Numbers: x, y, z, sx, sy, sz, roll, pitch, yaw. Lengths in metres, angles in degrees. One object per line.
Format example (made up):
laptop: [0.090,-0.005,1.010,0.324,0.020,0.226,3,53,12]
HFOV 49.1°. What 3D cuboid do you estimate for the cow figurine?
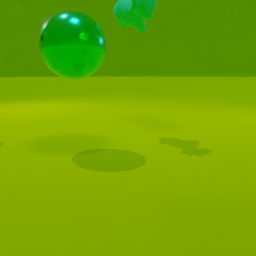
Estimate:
cow figurine: [0.111,-2.724,6.380,1.236,0.679,1.216,24,-3,29]

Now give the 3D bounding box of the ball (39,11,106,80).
ball: [-1.042,-1.563,5.350,1.256,1.256,1.256,0,11,0]
